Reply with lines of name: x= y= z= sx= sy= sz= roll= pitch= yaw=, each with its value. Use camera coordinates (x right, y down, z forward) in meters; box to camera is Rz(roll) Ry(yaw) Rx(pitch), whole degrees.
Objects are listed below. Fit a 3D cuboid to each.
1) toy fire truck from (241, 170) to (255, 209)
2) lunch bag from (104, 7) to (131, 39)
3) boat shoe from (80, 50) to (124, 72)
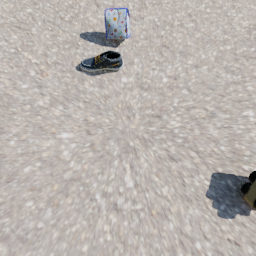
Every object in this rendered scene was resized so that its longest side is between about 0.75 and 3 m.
toy fire truck: x=3.655 y=1.458 z=6.504 sx=1.454 sy=1.279 sz=0.935 roll=19 pitch=17 yaw=-21
lunch bag: x=-0.338 y=-3.449 z=9.189 sx=0.789 sy=0.929 sz=0.575 roll=2 pitch=33 yaw=13
boat shoe: x=-0.845 y=-2.121 z=8.700 sx=1.387 sy=0.630 sz=0.491 roll=-1 pitch=71 yaw=3
